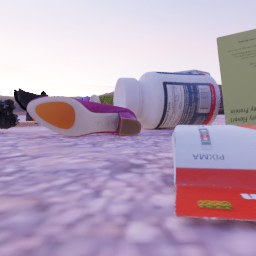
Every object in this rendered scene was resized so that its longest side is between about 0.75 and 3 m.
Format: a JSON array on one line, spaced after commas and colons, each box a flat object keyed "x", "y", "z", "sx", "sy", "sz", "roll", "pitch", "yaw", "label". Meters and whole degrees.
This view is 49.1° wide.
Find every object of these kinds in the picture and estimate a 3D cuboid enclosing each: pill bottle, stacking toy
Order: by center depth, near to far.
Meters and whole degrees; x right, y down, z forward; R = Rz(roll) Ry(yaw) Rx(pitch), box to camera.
[{"x": 1.086, "y": -0.828, "z": 8.354, "sx": 2.834, "sy": 1.695, "sz": 1.695, "roll": -1, "pitch": 3, "yaw": -18, "label": "pill bottle"}, {"x": -2.665, "y": -0.659, "z": 12.006, "sx": 2.970, "sy": 1.268, "sz": 1.268, "roll": -7, "pitch": 3, "yaw": 6, "label": "stacking toy"}]

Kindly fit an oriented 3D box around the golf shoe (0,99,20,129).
[{"x": -3.422, "y": -0.196, "z": 6.098, "sx": 1.133, "sy": 0.932, "sz": 2.398, "roll": -12, "pitch": -4, "yaw": 7, "label": "golf shoe"}]

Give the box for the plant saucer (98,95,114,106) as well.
[{"x": -0.573, "y": -1.153, "z": 13.531, "sx": 2.943, "sy": 0.457, "sz": 2.943, "roll": -4, "pitch": -3, "yaw": 0, "label": "plant saucer"}]

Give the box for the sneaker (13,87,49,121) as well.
[{"x": -3.789, "y": -1.033, "z": 13.069, "sx": 2.980, "sy": 1.554, "sz": 0.895, "roll": -4, "pitch": 6, "yaw": -44, "label": "sneaker"}]

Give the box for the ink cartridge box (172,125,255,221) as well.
[{"x": 1.016, "y": 0.194, "z": 2.006, "sx": 1.406, "sy": 0.435, "sz": 1.734, "roll": 0, "pitch": 1, "yaw": 10, "label": "ink cartridge box"}]

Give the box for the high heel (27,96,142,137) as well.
[{"x": -0.928, "y": -0.309, "z": 6.167, "sx": 2.409, "sy": 0.811, "sz": 1.155, "roll": 4, "pitch": 12, "yaw": -16, "label": "high heel"}]

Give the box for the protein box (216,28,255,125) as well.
[{"x": 3.067, "y": -0.965, "z": 5.858, "sx": 2.022, "sy": 2.037, "sz": 1.374, "roll": -6, "pitch": 0, "yaw": 26, "label": "protein box"}]

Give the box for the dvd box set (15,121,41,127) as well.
[{"x": -3.761, "y": -0.149, "z": 9.946, "sx": 1.124, "sy": 0.165, "sz": 0.822, "roll": -3, "pitch": 4, "yaw": -34, "label": "dvd box set"}]

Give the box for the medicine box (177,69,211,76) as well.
[{"x": 2.042, "y": -1.189, "z": 11.386, "sx": 2.274, "sy": 2.071, "sz": 1.170, "roll": 3, "pitch": 5, "yaw": 45, "label": "medicine box"}]
